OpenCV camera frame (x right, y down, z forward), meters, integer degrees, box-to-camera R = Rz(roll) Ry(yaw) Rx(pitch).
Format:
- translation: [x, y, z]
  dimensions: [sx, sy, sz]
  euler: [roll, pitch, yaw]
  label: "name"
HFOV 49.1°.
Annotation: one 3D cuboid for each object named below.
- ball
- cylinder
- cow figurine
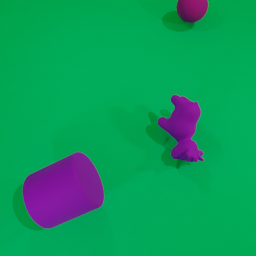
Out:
- translation: [2.228, -4.225, 9.724]
  dimensions: [1.078, 1.078, 1.078]
  euler: [0, 63, 0]
  label: "ball"
- translation: [-1.439, 1.418, 6.425]
  dimensions: [1.344, 1.344, 1.344]
  euler: [-25, 65, 10]
  label: "cylinder"
- translation: [1.581, 0.062, 7.583]
  dimensions: [1.597, 0.891, 1.623]
  euler: [41, 114, 34]
  label: "cow figurine"
